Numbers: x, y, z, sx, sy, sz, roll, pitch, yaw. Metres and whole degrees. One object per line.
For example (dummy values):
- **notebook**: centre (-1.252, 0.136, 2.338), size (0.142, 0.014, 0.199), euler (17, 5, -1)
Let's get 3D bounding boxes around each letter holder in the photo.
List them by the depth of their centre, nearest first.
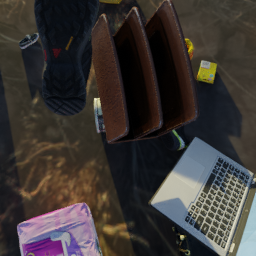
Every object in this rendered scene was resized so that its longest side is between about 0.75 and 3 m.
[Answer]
- **letter holder**: centre (0.247, -1.164, 5.783), size (1.297, 1.833, 2.579), euler (-6, 79, -27)

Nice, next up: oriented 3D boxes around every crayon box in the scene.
- **crayon box**: centre (2.449, -1.699, 8.719), size (0.492, 0.197, 0.774), euler (16, 65, 7)

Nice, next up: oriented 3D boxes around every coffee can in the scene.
- **coffee can**: centre (-0.223, -0.397, 7.689), size (1.314, 0.961, 0.961), euler (-5, 65, -2)

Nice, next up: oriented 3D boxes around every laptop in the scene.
- **laptop**: centre (2.533, 1.209, 6.003), size (2.949, 1.709, 2.761), euler (34, 44, 12)

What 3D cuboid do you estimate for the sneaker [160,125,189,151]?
- **sneaker**: centre (1.180, -0.079, 7.874), size (0.701, 0.607, 1.693), euler (-7, 64, -30)

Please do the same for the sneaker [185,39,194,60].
- **sneaker**: centre (0.588, -2.165, 8.466), size (2.809, 1.083, 1.025), euler (-16, 67, -5)

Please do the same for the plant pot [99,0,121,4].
- **plant pot**: centre (-0.633, -5.348, 9.740), size (1.410, 1.598, 1.598), euler (27, 68, 2)

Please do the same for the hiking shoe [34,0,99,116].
- **hiking shoe**: centre (-1.211, -1.806, 5.523), size (1.115, 1.482, 2.945), euler (6, 106, -12)

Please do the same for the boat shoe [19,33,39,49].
- **boat shoe**: centre (-3.294, -2.940, 9.262), size (0.754, 0.258, 0.278), euler (-39, 71, -16)

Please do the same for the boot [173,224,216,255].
- **boot**: centre (1.208, 3.101, 6.061), size (2.854, 1.030, 2.156), euler (-12, 63, -12)

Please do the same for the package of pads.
- **package of pads**: centre (-1.295, 3.167, 5.998), size (1.636, 1.027, 2.715), euler (-17, 66, -8)
